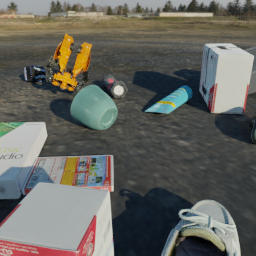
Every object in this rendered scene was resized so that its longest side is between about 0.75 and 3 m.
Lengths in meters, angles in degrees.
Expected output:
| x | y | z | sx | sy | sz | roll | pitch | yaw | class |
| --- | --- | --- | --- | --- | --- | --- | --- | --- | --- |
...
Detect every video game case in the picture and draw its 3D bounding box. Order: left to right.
| x | y | z | sx | sy | sz | roll | pitch | yaw | class |
| --- | --- | --- | --- | --- | --- | --- | --- | --- | --- |
| -1.259 | 1.015 | 6.295 | 1.852 | 0.162 | 1.324 | -2 | 23 | -3 | video game case |

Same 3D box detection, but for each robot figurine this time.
| x | y | z | sx | sy | sz | roll | pitch | yaw | class |
| --- | --- | --- | --- | --- | --- | --- | --- | --- | --- |
| -2.410 | -2.635 | 11.763 | 1.791 | 2.471 | 0.719 | 19 | -21 | -15 | robot figurine |

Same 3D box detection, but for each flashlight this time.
| x | y | z | sx | sy | sz | roll | pitch | yaw | class |
| --- | --- | --- | --- | --- | --- | --- | --- | --- | --- |
| -0.619 | -1.895 | 12.234 | 0.727 | 0.730 | 2.148 | 21 | 15 | -22 | flashlight |

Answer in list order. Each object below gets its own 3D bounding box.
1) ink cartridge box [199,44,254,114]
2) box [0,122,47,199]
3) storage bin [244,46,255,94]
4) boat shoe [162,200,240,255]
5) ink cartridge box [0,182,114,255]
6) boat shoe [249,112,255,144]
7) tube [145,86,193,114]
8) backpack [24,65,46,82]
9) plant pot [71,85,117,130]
| x | y | z | sx | sy | sz | roll | pitch | yaw | class |
| --- | --- | --- | --- | --- | --- | --- | --- | --- | --- |
| 3.617 | -2.002 | 10.743 | 1.198 | 2.065 | 2.862 | 2 | 24 | 5 | ink cartridge box |
| -3.260 | 0.642 | 6.691 | 2.062 | 0.519 | 2.857 | -2 | 24 | -4 | box |
| 5.552 | -2.324 | 12.029 | 2.450 | 1.783 | 1.646 | -16 | 34 | 16 | storage bin |
| 0.915 | 1.768 | 3.696 | 1.013 | 0.881 | 2.748 | 13 | 27 | 27 | boat shoe |
| -0.800 | 1.586 | 3.458 | 1.031 | 1.425 | 1.036 | 3 | 23 | 13 | ink cartridge box |
| 3.944 | -0.093 | 8.278 | 0.655 | 0.712 | 1.994 | -17 | 19 | 47 | boat shoe |
| 1.633 | -0.967 | 10.420 | 0.897 | 0.584 | 2.318 | 3 | 25 | 39 | tube |
| -4.564 | -2.678 | 13.881 | 0.621 | 0.843 | 0.924 | -5 | 4 | 34 | backpack |
| -0.944 | -0.527 | 8.568 | 1.015 | 1.264 | 1.264 | 36 | 39 | 28 | plant pot |
